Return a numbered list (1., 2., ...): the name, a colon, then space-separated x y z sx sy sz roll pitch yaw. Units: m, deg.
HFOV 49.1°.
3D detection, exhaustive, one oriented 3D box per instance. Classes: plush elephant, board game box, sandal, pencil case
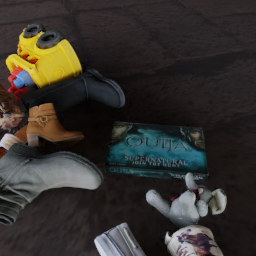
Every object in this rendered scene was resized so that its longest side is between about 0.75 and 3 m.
1. plush elephant: 1.414 1.580 6.169 1.232 1.496 1.158 -20 24 50
2. board game box: 0.809 0.604 7.933 2.683 0.378 1.814 4 42 4
3. sandal: -3.314 0.303 8.185 0.640 0.479 1.670 13 44 14
4. pencil case: 1.448 2.948 4.891 1.086 0.945 2.428 8 38 -25

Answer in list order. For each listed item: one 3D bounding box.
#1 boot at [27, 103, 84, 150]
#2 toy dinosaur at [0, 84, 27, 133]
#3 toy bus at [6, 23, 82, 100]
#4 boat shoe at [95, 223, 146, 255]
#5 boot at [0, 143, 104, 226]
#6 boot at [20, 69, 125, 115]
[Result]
1. boot: -2.131 -0.091 8.136 1.662 0.637 1.291 -11 70 9
2. toy dinosaur: -3.988 -0.708 8.856 1.866 1.182 2.754 -4 38 -4
3. toy bus: -3.456 -2.265 10.306 2.718 1.844 2.609 32 67 34
4. boat shoe: 0.456 2.829 5.108 0.945 0.960 2.706 -28 42 -24
5. boot: -2.210 1.481 6.607 2.995 1.014 1.956 8 44 22
6. boot: -1.810 -0.891 9.179 2.753 0.904 2.269 -26 43 -28
